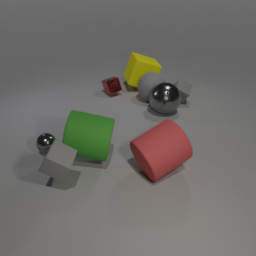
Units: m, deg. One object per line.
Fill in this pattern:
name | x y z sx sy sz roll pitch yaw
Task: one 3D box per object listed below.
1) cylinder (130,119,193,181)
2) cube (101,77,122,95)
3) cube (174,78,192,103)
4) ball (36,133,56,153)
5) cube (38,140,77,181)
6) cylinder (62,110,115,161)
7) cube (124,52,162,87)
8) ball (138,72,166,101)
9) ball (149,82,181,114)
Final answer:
cylinder | 0.992 0.662 8.526 1.400 1.400 1.400 -31 38 -13
cube | -0.830 -2.154 14.205 0.700 0.700 0.700 -25 22 -20
cube | 2.482 -1.759 13.195 0.700 0.700 0.700 26 57 -12
ball | -2.808 0.516 9.635 0.700 0.700 0.700 0 30 0
cube | -1.915 0.897 7.687 0.700 0.700 0.700 28 39 -13
cylinder | -1.233 0.244 8.902 1.400 1.400 1.400 12 30 -3
cube | 0.740 -2.984 14.804 1.400 1.400 1.400 12 27 -19
ball | 1.162 -1.981 13.460 1.400 1.400 1.400 0 30 0
ball | 1.631 -1.303 12.303 1.400 1.400 1.400 0 30 0
